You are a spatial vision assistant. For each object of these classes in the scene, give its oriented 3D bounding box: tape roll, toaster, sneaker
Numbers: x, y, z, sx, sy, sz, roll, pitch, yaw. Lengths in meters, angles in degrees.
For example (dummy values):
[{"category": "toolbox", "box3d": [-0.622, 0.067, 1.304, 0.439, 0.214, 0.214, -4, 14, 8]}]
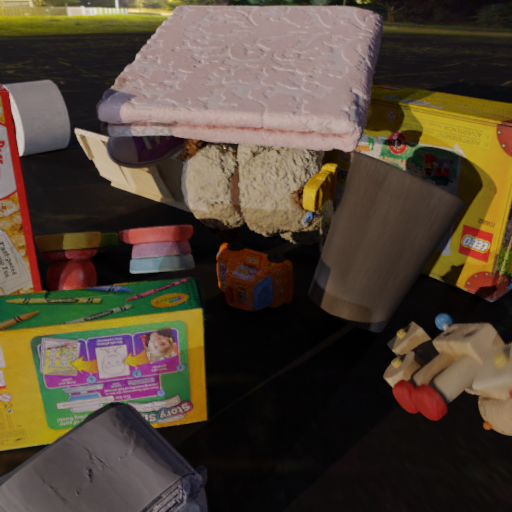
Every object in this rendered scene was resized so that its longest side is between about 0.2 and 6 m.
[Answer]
[{"category": "tape roll", "box3d": [-5.772, -3.567, 14.492, 1.235, 1.799, 1.799, -21, 34, -36]}, {"category": "toaster", "box3d": [-1.248, 2.088, 4.212, 1.231, 1.083, 1.907, 23, 38, 34]}, {"category": "sneaker", "box3d": [-1.315, -2.280, 9.298, 2.446, 0.887, 1.395, -24, -4, -17]}]

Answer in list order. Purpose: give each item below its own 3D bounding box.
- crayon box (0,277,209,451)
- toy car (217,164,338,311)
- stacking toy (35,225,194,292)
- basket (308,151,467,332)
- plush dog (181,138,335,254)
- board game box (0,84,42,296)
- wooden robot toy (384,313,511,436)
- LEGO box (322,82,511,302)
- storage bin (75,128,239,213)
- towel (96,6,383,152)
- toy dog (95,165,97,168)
[{"category": "crayon box", "box3d": [-1.722, 1.101, 5.747, 2.416, 1.435, 0.704, -5, 28, -11]}, {"category": "toy car", "box3d": [0.052, -0.207, 7.431, 1.275, 2.600, 0.865, 31, 42, 14]}, {"category": "stacking toy", "box3d": [-2.162, 0.097, 8.845, 2.308, 0.975, 2.089, -5, 1, -16]}, {"category": "basket", "box3d": [1.541, -0.123, 7.176, 1.738, 1.928, 1.311, 19, 11, -35]}, {"category": "plush dog", "box3d": [-0.075, -1.084, 8.902, 2.308, 2.688, 2.156, -2, 27, 17]}, {"category": "board game box", "box3d": [-3.745, -0.884, 7.782, 0.720, 3.111, 2.357, -14, 31, -28]}, {"category": "wooden robot toy", "box3d": [2.098, 1.343, 5.412, 1.175, 1.211, 2.668, -41, 1, -12]}, {"category": "LEGO box", "box3d": [2.716, -1.210, 9.002, 1.335, 2.576, 3.459, -22, 35, -37]}, {"category": "storage bin", "box3d": [-1.533, -2.848, 12.061, 3.319, 1.567, 3.343, 20, 57, 33]}, {"category": "towel", "box3d": [-0.039, -2.896, 8.655, 3.733, 0.630, 3.908, 6, 45, 12]}, {"category": "toy dog", "box3d": [-3.512, -2.284, 13.327, 0.766, 0.560, 1.162, -21, 34, -35]}]
